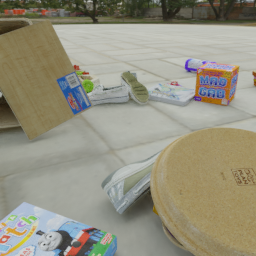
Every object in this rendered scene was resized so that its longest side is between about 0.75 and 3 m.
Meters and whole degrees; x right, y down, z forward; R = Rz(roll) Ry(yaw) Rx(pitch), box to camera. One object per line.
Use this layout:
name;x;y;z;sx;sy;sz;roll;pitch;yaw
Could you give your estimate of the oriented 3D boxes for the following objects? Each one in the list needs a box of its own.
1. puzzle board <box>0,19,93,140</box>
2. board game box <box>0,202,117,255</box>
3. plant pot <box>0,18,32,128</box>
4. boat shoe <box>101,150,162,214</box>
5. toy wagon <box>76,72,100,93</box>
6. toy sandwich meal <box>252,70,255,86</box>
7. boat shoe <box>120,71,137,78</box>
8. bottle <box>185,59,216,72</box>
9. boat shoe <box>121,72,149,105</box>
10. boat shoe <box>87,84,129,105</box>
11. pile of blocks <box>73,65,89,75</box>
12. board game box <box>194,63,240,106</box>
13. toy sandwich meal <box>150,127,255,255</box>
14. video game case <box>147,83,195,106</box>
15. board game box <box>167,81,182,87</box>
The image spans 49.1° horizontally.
puzzle board;-2.328;-1.286;7.338;1.976;2.622;0.228;-32;13;-27
board game box;-1.197;1.717;3.775;1.712;0.313;1.295;10;27;23
plant pot;-4.105;-1.542;8.330;2.802;2.805;2.484;-8;12;-16
boat shoe;0.538;0.893;5.210;2.111;0.778;0.677;-15;62;-34
toy wagon;-2.447;-1.557;10.523;2.662;0.527;2.066;-15;24;-15
toy sandwich meal;6.553;-2.044;11.530;2.616;0.896;2.616;5;20;-2
boat shoe;0.030;-2.536;13.158;0.884;0.315;0.308;13;28;27
bottle;3.786;-3.021;13.855;1.895;0.619;0.791;19;30;36
boat shoe;0.229;-1.346;10.208;0.638;0.584;1.706;-6;45;-25
boat shoe;-0.940;-1.231;9.845;1.931;0.645;0.710;-6;25;-8
pile of blocks;-2.300;-2.378;12.356;0.900;0.681;2.192;-16;29;-31
board game box;3.187;-1.611;10.054;1.185;1.186;1.186;13;28;29
toy sandwich meal;1.749;1.056;4.419;3.000;1.027;3.000;1;39;-1
video game case;1.613;-1.304;10.572;1.812;0.199;1.651;15;28;30
board game box;1.950;-1.890;11.938;0.605;0.149;0.766;-8;25;-17
